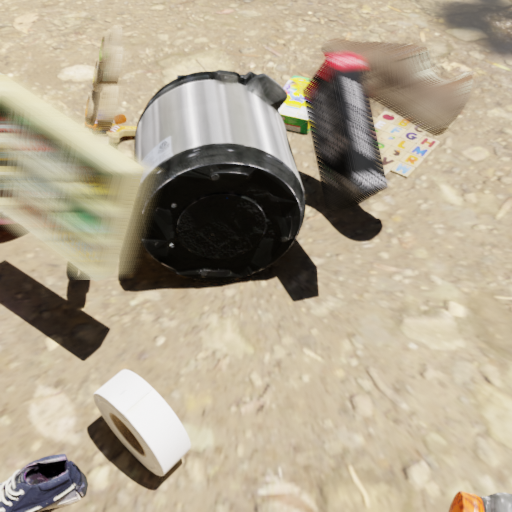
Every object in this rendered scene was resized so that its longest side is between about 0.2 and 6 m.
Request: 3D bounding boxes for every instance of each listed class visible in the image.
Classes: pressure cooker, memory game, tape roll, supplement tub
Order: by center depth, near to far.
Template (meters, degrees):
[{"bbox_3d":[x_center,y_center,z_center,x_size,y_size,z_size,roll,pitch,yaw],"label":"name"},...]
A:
[{"bbox_3d":[3.506,3.764,6.579,2.422,1.483,1.483,14,48,14],"label":"supplement tub"},{"bbox_3d":[-1.625,2.352,7.917,1.520,1.520,0.532,34,55,28],"label":"tape roll"},{"bbox_3d":[-2.661,-2.098,9.217,0.213,3.343,3.343,9,42,-23],"label":"memory game"},{"bbox_3d":[-0.778,-1.741,10.706,3.125,3.174,3.553,-8,47,-3],"label":"pressure cooker"}]

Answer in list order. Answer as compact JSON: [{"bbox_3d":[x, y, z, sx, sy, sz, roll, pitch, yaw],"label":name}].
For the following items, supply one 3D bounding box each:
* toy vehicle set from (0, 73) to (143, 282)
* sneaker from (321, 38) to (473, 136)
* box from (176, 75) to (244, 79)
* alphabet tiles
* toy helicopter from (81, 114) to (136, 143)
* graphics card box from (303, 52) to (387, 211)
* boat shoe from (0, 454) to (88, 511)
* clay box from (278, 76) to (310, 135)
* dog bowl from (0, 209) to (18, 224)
[{"bbox_3d":[-3.008,-1.156,8.063,2.917,1.812,0.387,34,32,17],"label":"toy vehicle set"},{"bbox_3d":[2.560,-3.385,10.282,3.027,1.066,1.143,44,103,26],"label":"sneaker"},{"bbox_3d":[-1.074,-4.034,14.564,2.029,0.800,1.432,0,43,-1],"label":"box"},{"bbox_3d":[3.140,-2.791,13.861,2.211,0.084,2.657,29,52,25],"label":"alphabet tiles"},{"bbox_3d":[-3.434,-3.136,13.944,1.812,0.715,1.198,-3,36,-18],"label":"toy helicopter"},{"bbox_3d":[1.413,-1.980,9.232,0.570,1.407,2.243,-8,83,-15],"label":"graphics card box"},{"bbox_3d":[-3.273,3.187,7.587,1.793,0.832,0.670,-16,48,-16],"label":"boat shoe"},{"bbox_3d":[1.160,-4.035,14.782,1.159,0.480,2.017,17,48,16],"label":"clay box"},{"bbox_3d":[-5.340,-1.393,11.583,2.215,0.817,2.215,11,26,-6],"label":"dog bowl"}]
